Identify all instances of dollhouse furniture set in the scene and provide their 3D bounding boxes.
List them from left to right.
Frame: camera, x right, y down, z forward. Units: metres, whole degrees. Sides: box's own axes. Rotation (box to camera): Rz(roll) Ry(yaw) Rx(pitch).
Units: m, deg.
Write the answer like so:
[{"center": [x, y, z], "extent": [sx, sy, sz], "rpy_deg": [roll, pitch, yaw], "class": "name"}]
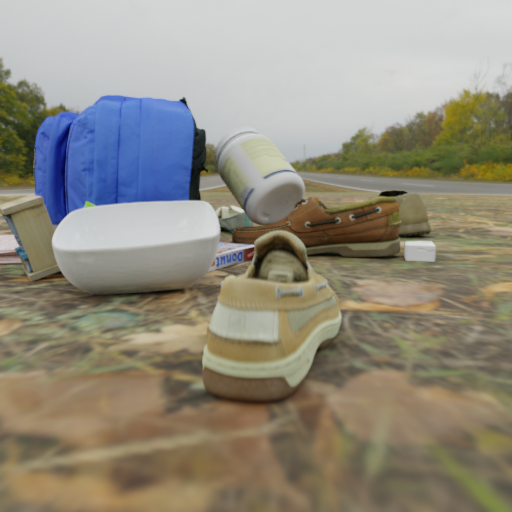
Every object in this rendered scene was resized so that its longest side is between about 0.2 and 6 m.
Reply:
[{"center": [-4.101, -0.132, 8.850], "extent": [1.708, 1.204, 1.197], "rpy_deg": [-23, 17, -24], "class": "dollhouse furniture set"}]

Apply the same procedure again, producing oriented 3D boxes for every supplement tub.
[{"center": [0.025, -1.763, 12.219], "extent": [1.397, 1.397, 1.927], "rpy_deg": [-6, 50, -37], "class": "supplement tub"}]

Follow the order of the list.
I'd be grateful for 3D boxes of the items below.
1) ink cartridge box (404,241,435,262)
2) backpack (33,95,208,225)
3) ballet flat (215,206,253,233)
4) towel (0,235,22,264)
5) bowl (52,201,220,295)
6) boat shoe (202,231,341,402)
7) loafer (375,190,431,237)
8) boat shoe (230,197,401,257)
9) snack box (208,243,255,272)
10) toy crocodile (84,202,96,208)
[{"center": [3.177, -0.094, 10.915], "extent": [0.545, 0.316, 0.753], "rpy_deg": [2, 8, 13], "class": "ink cartridge box"}, {"center": [-2.679, -1.524, 11.227], "extent": [3.346, 3.240, 3.987], "rpy_deg": [-3, 19, -16], "class": "backpack"}, {"center": [-0.781, -1.057, 16.000], "extent": [0.795, 0.751, 2.359], "rpy_deg": [-4, 9, -32], "class": "ballet flat"}, {"center": [-5.020, -0.177, 11.284], "extent": [2.311, 0.390, 2.419], "rpy_deg": [-1, 9, -10], "class": "towel"}, {"center": [-1.709, -0.126, 8.265], "extent": [2.304, 0.860, 2.301], "rpy_deg": [-3, 19, -9], "class": "bowl"}, {"center": [0.277, 0.318, 5.298], "extent": [1.056, 1.122, 2.947], "rpy_deg": [1, 8, 9], "class": "boat shoe"}, {"center": [3.825, -1.284, 15.931], "extent": [1.363, 1.209, 3.584], "rpy_deg": [-3, 9, -17], "class": "loafer"}, {"center": [1.166, -0.645, 11.459], "extent": [3.490, 1.186, 1.256], "rpy_deg": [-2, 12, 8], "class": "boat shoe"}, {"center": [-0.896, 0.035, 10.097], "extent": [0.870, 0.294, 2.421], "rpy_deg": [4, 9, 28], "class": "snack box"}, {"center": [-3.095, -0.436, 9.494], "extent": [0.425, 0.389, 1.260], "rpy_deg": [16, -44, -35], "class": "toy crocodile"}]
